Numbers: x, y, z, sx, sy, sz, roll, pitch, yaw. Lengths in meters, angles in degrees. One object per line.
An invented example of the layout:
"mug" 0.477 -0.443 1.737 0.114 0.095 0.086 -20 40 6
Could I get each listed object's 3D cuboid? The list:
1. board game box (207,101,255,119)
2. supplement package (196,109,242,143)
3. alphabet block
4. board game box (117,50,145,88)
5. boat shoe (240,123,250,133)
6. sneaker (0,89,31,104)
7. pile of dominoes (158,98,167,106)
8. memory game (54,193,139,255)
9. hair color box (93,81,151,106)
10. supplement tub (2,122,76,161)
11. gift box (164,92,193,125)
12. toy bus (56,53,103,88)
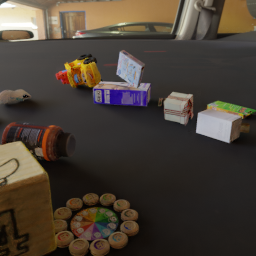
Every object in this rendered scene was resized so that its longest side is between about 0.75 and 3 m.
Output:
"board game box" 4.601 -0.821 12.457 0.909 0.285 1.903 -20 27 -38
"supplement package" 3.239 -0.115 10.021 0.790 0.800 1.320 -21 30 -40
"alphabet block" -2.461 1.443 5.039 1.743 1.712 1.703 -15 28 -33
"board game box" 0.098 -2.543 12.163 1.247 1.250 0.257 39 55 19
"boat shoe" 3.923 0.013 10.295 0.397 0.356 1.074 -20 15 -37
"sneaker" -5.543 -1.510 13.765 0.760 0.646 1.717 24 29 21
"pile of dominoes" 2.042 -1.329 13.741 1.079 0.220 1.385 3 23 8
"memory game" -0.706 1.943 5.903 1.893 0.121 1.893 0 23 0
"hair color box" -0.258 -1.728 13.909 2.646 0.858 1.446 3 23 11
"supplement tub" -2.616 0.420 8.375 2.000 1.069 1.069 5 23 12
"gift box" 1.978 -0.706 10.758 0.980 0.969 1.050 13 46 29
"toy bus" -2.946 -3.154 16.545 2.460 1.739 2.562 -20 30 -13
